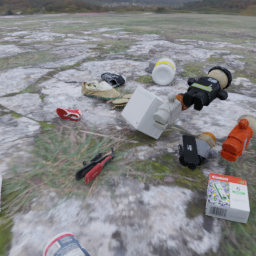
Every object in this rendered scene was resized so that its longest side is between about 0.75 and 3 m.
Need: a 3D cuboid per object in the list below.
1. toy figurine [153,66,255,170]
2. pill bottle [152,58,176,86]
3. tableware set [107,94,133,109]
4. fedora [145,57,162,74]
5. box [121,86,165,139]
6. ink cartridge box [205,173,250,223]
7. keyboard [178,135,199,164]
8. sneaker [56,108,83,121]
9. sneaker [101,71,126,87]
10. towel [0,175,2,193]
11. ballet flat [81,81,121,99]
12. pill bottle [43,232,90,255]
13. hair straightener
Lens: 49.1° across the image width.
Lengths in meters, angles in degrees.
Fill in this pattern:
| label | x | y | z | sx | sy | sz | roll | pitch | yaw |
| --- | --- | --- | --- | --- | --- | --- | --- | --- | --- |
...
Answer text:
| label | x | y | z | sx | sy | sz | roll | pitch | yaw |
| --- | --- | --- | --- | --- | --- | --- | --- | --- | --- |
| toy figurine | 2.250 | -0.234 | 8.154 | 1.754 | 2.521 | 2.482 | -40 | 3 | -34 |
| pill bottle | 2.025 | -3.184 | 15.436 | 1.160 | 1.160 | 2.072 | 6 | 28 | 11 |
| tableware set | -0.099 | -1.226 | 12.721 | 1.070 | 0.324 | 1.618 | 2 | 20 | 29 |
| fedora | 1.826 | -3.886 | 17.156 | 1.501 | 0.766 | 1.697 | 17 | 33 | 28 |
| box | 0.708 | -0.565 | 10.028 | 1.128 | 1.317 | 1.310 | 24 | 12 | -35 |
| ink cartridge box | 2.567 | 1.612 | 7.292 | 0.943 | 0.436 | 1.731 | 8 | 30 | 15 |
| keyboard | 1.779 | 0.655 | 8.453 | 0.599 | 0.228 | 1.151 | 11 | 39 | -2 |
| sneaker | -2.366 | -0.607 | 11.561 | 1.107 | 0.434 | 0.639 | 23 | 26 | 15 |
| sneaker | -0.939 | -2.596 | 14.930 | 1.566 | 0.591 | 0.891 | 17 | 30 | 24 |
| towel | -4.319 | 1.885 | 6.992 | 2.170 | 0.325 | 1.588 | -12 | 30 | -16 |
| ballet flat | -1.354 | -1.824 | 13.098 | 2.245 | 0.733 | 0.791 | 9 | 29 | 31 |
| pill bottle | -1.010 | 2.586 | 5.207 | 0.715 | 0.715 | 1.195 | -21 | 35 | -34 |
| hair straightener | -1.024 | 1.003 | 8.480 | 0.731 | 0.389 | 1.900 | 13 | 31 | 23 |
